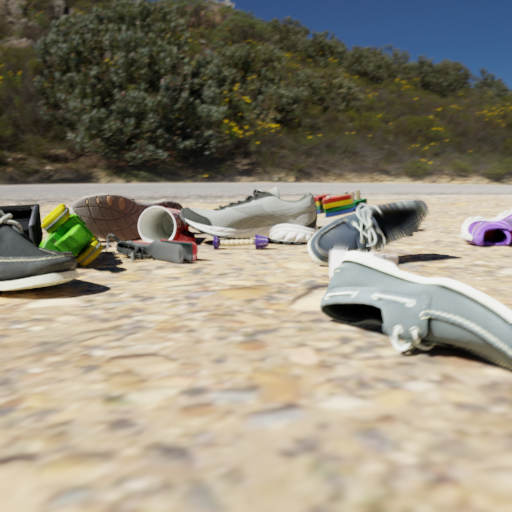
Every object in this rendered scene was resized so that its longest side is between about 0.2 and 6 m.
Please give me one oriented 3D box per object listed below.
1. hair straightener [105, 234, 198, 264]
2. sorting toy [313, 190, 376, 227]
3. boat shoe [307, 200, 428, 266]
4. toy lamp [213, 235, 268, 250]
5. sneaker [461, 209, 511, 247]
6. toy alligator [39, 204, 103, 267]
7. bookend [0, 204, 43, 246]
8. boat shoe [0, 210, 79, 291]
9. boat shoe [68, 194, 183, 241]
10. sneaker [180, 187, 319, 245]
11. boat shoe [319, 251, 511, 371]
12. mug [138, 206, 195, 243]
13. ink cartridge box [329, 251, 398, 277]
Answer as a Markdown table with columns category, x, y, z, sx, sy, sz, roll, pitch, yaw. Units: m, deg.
| category | x | y | z | sx | sy | sz | roll | pitch | yaw |
| --- | --- | --- | --- | --- | --- | --- | --- | --- | --- |
| hair straightener | -2.151 | -0.165 | 10.592 | 2.113 | 0.432 | 0.813 | 12 | 15 | 31 |
| sorting toy | 2.045 | -1.307 | 15.306 | 4.267 | 0.722 | 2.057 | -2 | 12 | 39 |
| boat shoe | 2.049 | -0.461 | 10.068 | 2.393 | 0.896 | 0.740 | -14 | -15 | -21 |
| toy lamp | -0.318 | -0.283 | 11.797 | 1.150 | 0.335 | 0.335 | 0 | 10 | 1 |
| sneaker | 5.568 | -0.491 | 12.459 | 1.987 | 0.801 | 0.829 | -11 | 27 | -13 |
| toy alligator | -3.609 | -0.325 | 10.500 | 0.929 | 1.015 | 3.424 | -44 | 20 | -8 |
| bookend | -5.027 | -0.429 | 10.844 | 1.588 | 0.732 | 1.578 | -5 | 21 | -15 |
| boat shoe | -4.043 | -0.127 | 8.415 | 3.480 | 1.177 | 1.250 | 8 | 11 | 33 |
| boat shoe | -3.169 | -0.902 | 13.564 | 2.962 | 1.122 | 1.064 | 4 | 1 | -40 |
| sneaker | -0.138 | -0.963 | 12.702 | 3.163 | 1.254 | 1.169 | 2 | 9 | -6 |
| boat shoe | 1.592 | 0.664 | 5.575 | 0.782 | 0.922 | 2.531 | -48 | 34 | -12 |
| mug | -1.967 | -0.577 | 12.769 | 0.874 | 1.163 | 1.310 | -35 | -1 | 10 |
| ink cartridge box | 1.602 | 0.154 | 8.329 | 0.688 | 0.401 | 0.952 | 3 | -1 | 36 |
